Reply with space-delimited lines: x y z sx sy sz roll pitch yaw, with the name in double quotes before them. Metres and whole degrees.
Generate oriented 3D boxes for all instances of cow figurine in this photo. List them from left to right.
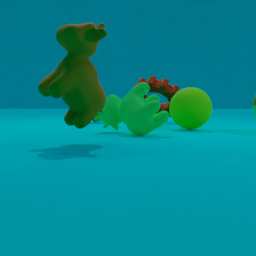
"cow figurine" -0.720 -0.894 4.487 1.421 1.444 0.793 -47 33 -21
"cow figurine" 0.002 -0.297 6.378 0.874 1.567 1.593 43 16 -37

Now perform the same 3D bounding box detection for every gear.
"gear" 1.118 -1.152 10.792 1.969 0.364 1.969 15 -31 9

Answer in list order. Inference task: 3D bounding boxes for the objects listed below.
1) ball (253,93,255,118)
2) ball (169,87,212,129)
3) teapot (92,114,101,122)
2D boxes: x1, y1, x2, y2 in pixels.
"ball" 3.594 -0.538 6.414 1.356 1.356 1.356 0 4 0
"ball" 1.664 -0.522 7.463 1.114 1.114 1.114 0 4 0
"teapot" -1.283 -0.600 10.976 1.484 0.923 0.727 26 61 31
